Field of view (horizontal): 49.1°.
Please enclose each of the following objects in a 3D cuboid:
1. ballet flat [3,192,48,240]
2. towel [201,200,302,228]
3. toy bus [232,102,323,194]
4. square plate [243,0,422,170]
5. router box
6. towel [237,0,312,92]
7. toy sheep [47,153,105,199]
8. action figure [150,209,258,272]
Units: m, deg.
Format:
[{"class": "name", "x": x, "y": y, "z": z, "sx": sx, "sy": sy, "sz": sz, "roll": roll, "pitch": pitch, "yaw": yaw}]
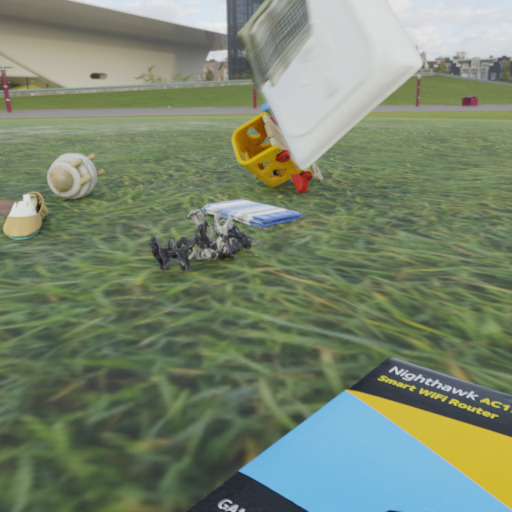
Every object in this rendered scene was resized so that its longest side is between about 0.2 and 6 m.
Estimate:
[{"class": "ballet flat", "x": -4.140, "y": -0.772, "z": 10.015, "sx": 0.624, "sy": 0.573, "sz": 1.818, "roll": -4, "pitch": 18, "yaw": -13}, {"class": "towel", "x": -0.094, "y": -0.835, "z": 10.896, "sx": 1.643, "sy": 0.196, "sz": 1.207, "roll": 17, "pitch": 22, "yaw": 39}, {"class": "toy bus", "x": 0.438, "y": -2.409, "z": 14.006, "sx": 1.297, "sy": 2.510, "sz": 2.368, "roll": -27, "pitch": 16, "yaw": 21}, {"class": "square plate", "x": 1.113, "y": -3.747, "z": 10.432, "sx": 0.449, "sy": 3.128, "sz": 3.158, "roll": -8, "pitch": -22, "yaw": -43}, {"class": "router box", "x": 1.319, "y": 1.481, "z": 2.321, "sx": 2.839, "sy": 0.725, "sz": 2.118, "roll": 14, "pitch": 22, "yaw": 38}, {"class": "towel", "x": 0.316, "y": -2.961, "z": 7.510, "sx": 0.222, "sy": 1.286, "sz": 1.238, "roll": 36, "pitch": -9, "yaw": 20}, {"class": "toy sheep", "x": -4.073, "y": -1.807, "z": 12.600, "sx": 1.121, "sy": 1.121, "sz": 1.627, "roll": 3, "pitch": 15, "yaw": 9}, {"class": "action figure", "x": -0.669, "y": -0.273, "z": 8.052, "sx": 1.566, "sy": 0.799, "sz": 0.931, "roll": -18, "pitch": 13, "yaw": -41}]
